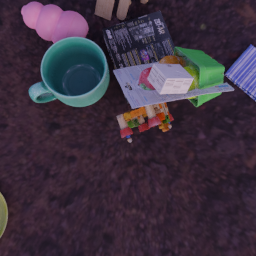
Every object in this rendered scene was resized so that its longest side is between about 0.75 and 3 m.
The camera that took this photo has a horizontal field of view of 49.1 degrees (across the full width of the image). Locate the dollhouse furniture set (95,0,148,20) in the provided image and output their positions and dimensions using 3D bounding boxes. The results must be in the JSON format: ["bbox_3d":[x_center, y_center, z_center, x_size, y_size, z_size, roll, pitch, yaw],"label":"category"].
[{"bbox_3d":[-0.065,-5.153,11.071,1.703,1.459,1.791,25,45,5],"label":"dollhouse furniture set"}]

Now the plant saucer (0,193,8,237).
[{"bbox_3d":[-5.110,2.957,9.348,2.331,0.362,2.331,0,79,0],"label":"plant saucer"}]

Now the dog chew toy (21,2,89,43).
[{"bbox_3d":[-2.630,-3.694,10.025,2.317,1.443,1.443,22,79,-12],"label":"dog chew toy"}]

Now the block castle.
[{"bbox_3d":[0.622,-0.190,8.748,1.302,1.949,0.914,-20,87,22],"label":"block castle"}]

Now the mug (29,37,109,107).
[{"bbox_3d":[-1.934,-1.813,9.706,2.585,1.599,2.124,2,79,2],"label":"mug"}]

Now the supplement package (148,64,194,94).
[{"bbox_3d":[1.118,-1.306,7.431,0.909,0.504,0.708,-6,45,-31],"label":"supplement package"}]

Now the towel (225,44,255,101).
[{"bbox_3d":[5.006,-1.835,10.396,2.356,0.281,1.706,42,80,8],"label":"towel"}]

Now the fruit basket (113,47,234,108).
[{"bbox_3d":[1.249,-1.448,8.718,2.997,1.405,2.775,-17,36,-6],"label":"fruit basket"}]

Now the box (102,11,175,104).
[{"bbox_3d":[0.585,-2.605,10.317,2.303,0.626,2.875,-20,81,-4],"label":"box"}]
